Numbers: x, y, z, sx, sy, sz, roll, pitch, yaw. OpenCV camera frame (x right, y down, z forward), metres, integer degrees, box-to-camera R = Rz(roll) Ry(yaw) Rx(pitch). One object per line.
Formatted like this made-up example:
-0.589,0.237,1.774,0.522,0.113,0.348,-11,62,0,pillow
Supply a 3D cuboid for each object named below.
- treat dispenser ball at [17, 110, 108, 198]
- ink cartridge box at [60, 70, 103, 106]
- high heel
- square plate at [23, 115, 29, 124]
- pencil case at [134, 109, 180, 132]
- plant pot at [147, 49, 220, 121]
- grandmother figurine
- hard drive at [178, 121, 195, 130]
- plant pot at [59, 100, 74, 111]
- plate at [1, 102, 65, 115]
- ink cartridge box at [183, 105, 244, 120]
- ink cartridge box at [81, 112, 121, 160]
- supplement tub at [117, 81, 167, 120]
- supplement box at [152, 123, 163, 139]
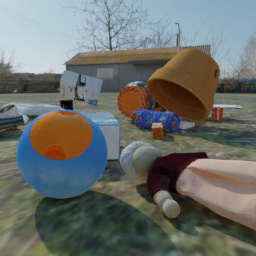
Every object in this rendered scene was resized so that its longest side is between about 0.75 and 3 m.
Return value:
-0.984,0.391,4.298,1.345,1.345,1.345,0,9,0,treat dispenser ball
-1.448,-1.206,8.584,1.190,0.501,0.860,14,-27,-7,ink cartridge box
-4.842,-0.266,9.974,1.834,0.919,2.573,-12,12,-27,high heel
-5.406,-0.373,12.330,1.880,0.267,1.862,-2,10,-15,square plate
1.054,-0.309,10.393,1.764,0.766,0.688,8,-14,37,pencil case
2.368,-1.808,11.149,2.730,1.911,2.730,31,-15,9,plant pot
0.934,0.681,4.109,1.621,0.809,2.673,-14,17,-43,grandmother figurine
1.709,-0.144,11.086,1.532,0.194,1.011,7,11,37,hard drive
-3.693,-1.247,16.477,0.736,0.737,1.042,-4,2,-23,plant pot
-4.934,-1.047,15.045,2.733,0.443,2.739,12,10,43,plate
4.067,-0.769,13.546,2.669,0.672,1.454,4,10,15,ink cartridge box
-1.042,0.131,7.328,1.460,0.841,2.521,-1,9,-7,ink cartridge box
0.801,-1.335,13.454,1.809,1.809,2.953,5,10,27,supplement tub
0.974,0.076,9.222,0.376,0.363,1.092,-1,9,8,supplement box
